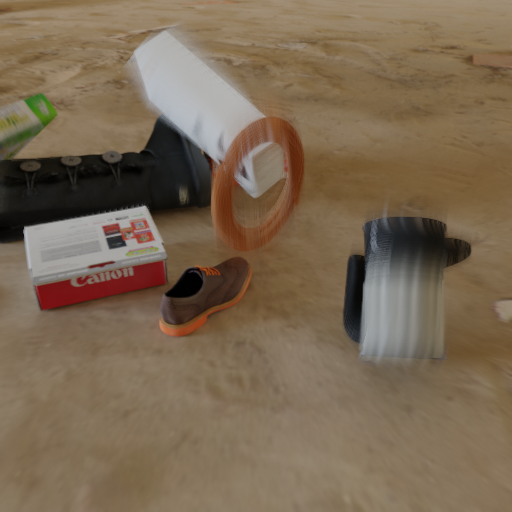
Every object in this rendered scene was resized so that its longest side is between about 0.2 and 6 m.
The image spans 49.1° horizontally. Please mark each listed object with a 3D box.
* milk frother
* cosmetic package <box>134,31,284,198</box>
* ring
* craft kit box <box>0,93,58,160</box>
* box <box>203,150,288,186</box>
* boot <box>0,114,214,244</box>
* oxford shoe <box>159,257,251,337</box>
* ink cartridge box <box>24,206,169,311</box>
[{"bbox_3d":[2.134,0.498,7.277,1.772,1.666,1.599,5,-10,-10],"label":"milk frother"},{"bbox_3d":[-0.859,-2.579,10.213,0.819,1.334,3.233,-39,68,-17],"label":"cosmetic package"},{"bbox_3d":[0.108,-0.925,7.570,0.179,1.869,1.869,24,40,33],"label":"ring"},{"bbox_3d":[-5.378,-1.920,10.686,2.528,0.613,2.496,-28,18,35],"label":"craft kit box"},{"bbox_3d":[-0.232,-2.102,12.022,1.711,0.878,0.810,-11,34,-15],"label":"box"},{"bbox_3d":[-3.153,-1.743,11.165,3.988,1.309,3.287,-13,36,-13],"label":"boot"},{"bbox_3d":[-0.678,0.420,8.269,0.679,0.691,1.906,19,37,26],"label":"oxford shoe"},{"bbox_3d":[-2.435,0.102,8.639,1.955,0.820,1.717,-12,35,-18],"label":"ink cartridge box"}]
